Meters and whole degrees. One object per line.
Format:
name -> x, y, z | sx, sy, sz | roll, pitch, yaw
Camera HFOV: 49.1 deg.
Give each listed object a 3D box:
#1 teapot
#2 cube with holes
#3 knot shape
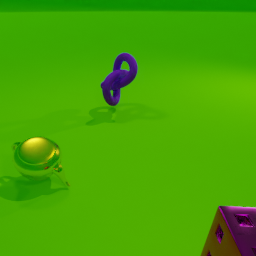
teapot -> -1.569, 0.608, 5.012 | 1.338, 0.655, 0.832 | 28, 46, 14
cube with holes -> 1.364, 1.519, 2.506 | 1.094, 1.094, 1.094 | 5, 27, -6
knot shape -> -0.238, -1.434, 7.868 | 0.688, 1.393, 1.488 | 30, 29, -11
